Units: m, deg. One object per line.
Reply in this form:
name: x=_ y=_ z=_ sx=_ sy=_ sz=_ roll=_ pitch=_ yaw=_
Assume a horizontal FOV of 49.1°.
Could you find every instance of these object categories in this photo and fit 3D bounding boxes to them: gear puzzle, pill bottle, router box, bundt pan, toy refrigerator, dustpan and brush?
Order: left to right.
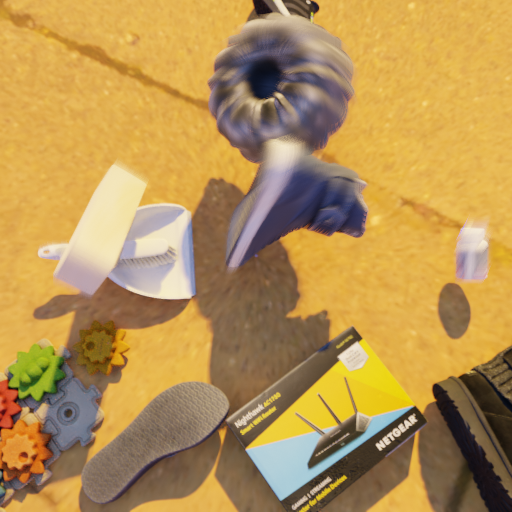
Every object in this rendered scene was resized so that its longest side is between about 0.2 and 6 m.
gear puzzle: x=-3.483 y=2.407 z=8.786 sx=3.658 sy=0.479 sz=1.895 roll=-40 pitch=76 yaw=-11
toy refrigerator: x=-2.286 y=-0.425 z=8.459 sx=0.688 sy=0.746 sz=1.966 roll=31 pitch=39 yaw=-20
dustpan and brush: x=-2.331 y=-0.057 z=9.452 sx=2.468 sy=0.706 sz=1.722 roll=-5 pitch=72 yaw=-2
bundt pan: x=0.232 y=-2.665 z=8.730 sx=2.429 sy=0.912 sz=2.429 roll=-4 pitch=82 yaw=29
router box: x=1.060 y=2.562 z=8.654 sx=2.483 sy=0.634 sz=1.852 roll=-35 pitch=76 yaw=-10
pill bottle: x=3.548 y=-0.039 z=9.206 sx=0.482 sy=0.482 sz=0.806 roll=0 pitch=95 yaw=0

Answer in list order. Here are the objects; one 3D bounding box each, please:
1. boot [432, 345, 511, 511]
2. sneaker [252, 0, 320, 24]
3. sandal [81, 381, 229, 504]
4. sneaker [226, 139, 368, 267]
boot: x=4.388 y=2.758 z=8.297 sx=2.372 sy=1.194 sz=3.173 roll=-22 pitch=73 yaw=-7
sneaker: x=0.841 y=-4.558 z=10.778 sx=1.052 sy=0.911 sz=2.541 roll=-26 pitch=74 yaw=-8
sandal: x=-1.556 y=2.811 z=8.709 sx=2.550 sy=0.546 sz=0.970 roll=-34 pitch=68 yaw=0
sneaker: x=0.643 y=-0.493 z=8.750 sx=1.866 sy=2.583 sz=0.982 roll=14 pitch=51 yaw=-16
